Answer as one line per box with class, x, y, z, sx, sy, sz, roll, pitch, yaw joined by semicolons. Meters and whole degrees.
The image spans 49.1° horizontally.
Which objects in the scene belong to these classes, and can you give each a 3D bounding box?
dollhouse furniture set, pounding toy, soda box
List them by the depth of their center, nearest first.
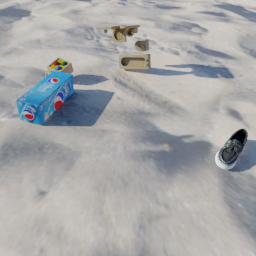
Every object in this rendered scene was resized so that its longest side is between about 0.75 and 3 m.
soda box;-2.383;-0.963;8.337;0.700;0.663;2.065;13;38;11
pounding toy;-2.575;-2.000;9.704;0.878;0.457;1.000;28;60;23
dollhouse furniture set;-0.108;-2.769;9.773;1.472;1.548;1.261;6;23;23

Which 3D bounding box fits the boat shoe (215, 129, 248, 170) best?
boat shoe;2.493;0.440;6.582;0.480;0.455;1.372;32;45;26
